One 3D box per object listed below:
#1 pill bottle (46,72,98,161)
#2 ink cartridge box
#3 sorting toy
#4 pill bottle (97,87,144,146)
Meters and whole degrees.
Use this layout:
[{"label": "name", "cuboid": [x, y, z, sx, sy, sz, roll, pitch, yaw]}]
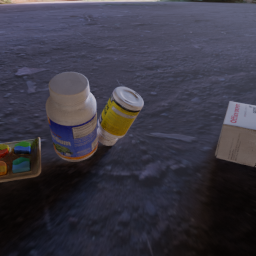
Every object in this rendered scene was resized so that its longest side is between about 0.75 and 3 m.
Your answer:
[{"label": "pill bottle", "cuboid": [-1.203, -0.222, 6.095, 1.055, 1.884, 1.055, 2, 46, -2]}, {"label": "ink cartridge box", "cuboid": [3.258, 0.215, 6.380, 2.191, 0.923, 1.584, 12, 28, 20]}, {"label": "sorting toy", "cuboid": [-2.566, 0.671, 6.126, 1.279, 0.233, 1.184, -11, 41, -10]}, {"label": "pill bottle", "cuboid": [-0.264, -0.238, 6.749, 0.773, 1.389, 0.773, 21, 34, -15]}]
